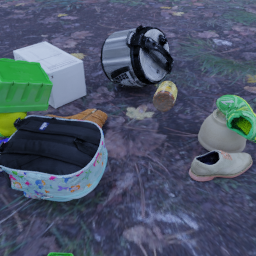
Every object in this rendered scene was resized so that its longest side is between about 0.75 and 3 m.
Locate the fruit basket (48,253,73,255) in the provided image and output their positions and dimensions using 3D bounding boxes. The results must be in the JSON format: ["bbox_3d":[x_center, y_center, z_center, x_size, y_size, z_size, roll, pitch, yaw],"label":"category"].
[{"bbox_3d":[-1.482,3.044,5.949,0.662,0.918,0.918,1,38,2],"label":"fruit basket"}]

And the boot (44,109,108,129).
[{"bbox_3d":[-1.893,-0.282,10.290,2.055,0.757,1.590,24,44,10],"label":"boot"}]

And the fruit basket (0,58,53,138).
[{"bbox_3d":[-4.026,-0.983,9.538,2.616,2.616,1.887,-25,69,-28],"label":"fruit basket"}]

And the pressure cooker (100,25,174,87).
[{"bbox_3d":[0.492,-3.039,11.907,2.772,2.477,2.438,6,28,40],"label":"pressure cooker"}]

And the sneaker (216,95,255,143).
[{"bbox_3d":[3.405,-0.392,8.670,0.885,0.784,2.118,7,34,-30],"label":"sneaker"}]

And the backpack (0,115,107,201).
[{"bbox_3d":[-1.900,0.840,7.814,2.611,1.966,2.318,1,42,14],"label":"backpack"}]

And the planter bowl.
[{"bbox_3d":[3.318,0.002,9.622,1.629,1.096,1.629,0,39,0],"label":"planter bowl"}]

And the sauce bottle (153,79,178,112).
[{"bbox_3d":[1.312,-1.202,9.477,0.712,0.712,2.157,8,25,10],"label":"sauce bottle"}]

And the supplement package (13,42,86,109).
[{"bbox_3d":[-3.398,-2.387,12.201,1.696,1.633,2.982,-30,47,-32],"label":"supplement package"}]

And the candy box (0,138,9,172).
[{"bbox_3d":[-4.172,0.926,8.937,1.242,0.478,1.050,-17,43,-22],"label":"candy box"}]

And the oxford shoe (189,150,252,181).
[{"bbox_3d":[2.920,1.045,8.538,2.111,0.779,0.747,-12,40,-15],"label":"oxford shoe"}]
